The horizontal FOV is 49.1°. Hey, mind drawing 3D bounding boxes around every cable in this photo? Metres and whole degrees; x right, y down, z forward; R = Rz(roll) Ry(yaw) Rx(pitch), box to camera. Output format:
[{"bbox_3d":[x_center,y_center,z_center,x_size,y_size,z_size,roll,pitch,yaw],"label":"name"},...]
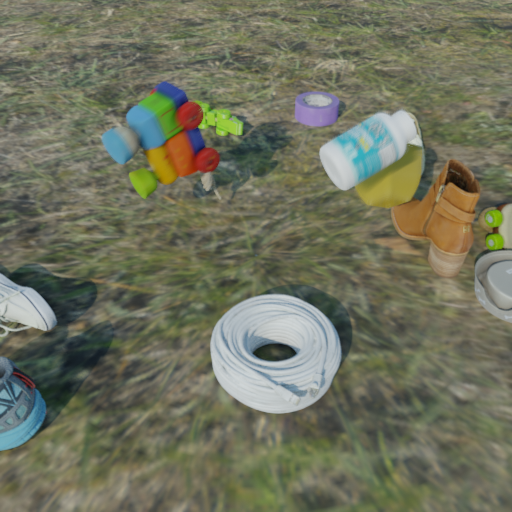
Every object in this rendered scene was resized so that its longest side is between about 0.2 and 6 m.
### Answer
[{"bbox_3d":[0.269,1.269,7.549,1.737,0.601,1.737,18,41,24],"label":"cable"}]

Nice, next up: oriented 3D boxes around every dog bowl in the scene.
[{"bbox_3d":[4.064,0.505,8.648,1.415,0.415,1.415,0,38,0],"label":"dog bowl"}]

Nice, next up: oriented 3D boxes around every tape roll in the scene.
[{"bbox_3d":[1.496,-3.630,13.809,1.067,0.453,1.067,0,39,0],"label":"tape roll"}]

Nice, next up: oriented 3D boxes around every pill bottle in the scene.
[{"bbox_3d":[1.438,-1.379,7.119,1.156,0.640,0.640,-32,44,-4],"label":"pill bottle"}]

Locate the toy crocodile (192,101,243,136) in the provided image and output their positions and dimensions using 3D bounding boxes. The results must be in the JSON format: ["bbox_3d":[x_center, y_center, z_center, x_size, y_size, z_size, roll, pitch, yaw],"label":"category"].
[{"bbox_3d":[-0.945,-3.266,13.267,1.639,0.553,0.506,26,43,29],"label":"toy crocodile"}]

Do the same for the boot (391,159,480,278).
[{"bbox_3d":[2.969,-0.882,9.375,0.824,1.668,2.149,-4,39,-5],"label":"boot"}]

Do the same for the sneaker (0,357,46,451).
[{"bbox_3d":[-3.867,1.756,6.409,2.589,1.237,1.027,-14,41,-17],"label":"sneaker"}]

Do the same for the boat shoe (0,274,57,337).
[{"bbox_3d":[-3.697,0.761,8.140,1.767,0.653,0.753,23,44,29],"label":"boat shoe"}]

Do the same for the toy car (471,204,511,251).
[{"bbox_3d":[4.227,-0.536,9.918,0.846,0.812,1.029,-9,10,-17],"label":"toy car"}]

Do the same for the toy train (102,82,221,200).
[{"bbox_3d":[-1.442,-1.436,9.335,1.462,2.526,1.069,-38,49,-17],"label":"toy train"}]

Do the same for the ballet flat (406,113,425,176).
[{"bbox_3d":[3.258,-2.444,12.098,0.777,0.777,2.238,6,39,7],"label":"ballet flat"}]

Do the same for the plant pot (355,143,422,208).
[{"bbox_3d":[2.023,-1.229,8.727,0.842,0.867,0.847,5,-12,-31],"label":"plant pot"}]
